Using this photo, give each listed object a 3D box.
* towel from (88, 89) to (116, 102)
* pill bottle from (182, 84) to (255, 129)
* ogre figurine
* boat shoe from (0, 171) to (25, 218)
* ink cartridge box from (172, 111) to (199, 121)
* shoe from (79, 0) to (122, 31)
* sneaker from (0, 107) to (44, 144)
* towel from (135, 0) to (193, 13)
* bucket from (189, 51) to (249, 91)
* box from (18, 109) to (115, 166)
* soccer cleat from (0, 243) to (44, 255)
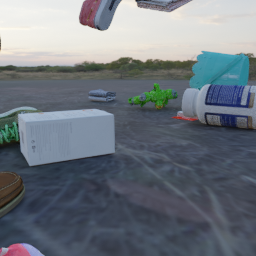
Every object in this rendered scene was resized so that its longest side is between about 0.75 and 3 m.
[{"bbox_3d":[-1.288,-1.675,14.319,1.056,0.546,1.275,5,13,21],"label":"towel"},{"bbox_3d":[2.607,-0.631,7.760,2.035,1.129,1.129,8,14,30],"label":"pill bottle"},{"bbox_3d":[1.090,-1.255,11.270,2.034,0.998,1.219,11,-1,-5],"label":"ogre figurine"},{"bbox_3d":[-1.835,0.671,2.679,0.665,0.629,1.849,8,14,34],"label":"boat shoe"},{"bbox_3d":[1.939,-0.402,9.051,0.719,0.180,0.828,-10,15,-44],"label":"ink cartridge box"},{"bbox_3d":[-0.670,-3.713,7.907,0.900,1.978,0.707,23,-3,31],"label":"shoe"},{"bbox_3d":[-2.559,0.123,5.568,2.084,0.801,0.923,-5,27,-4],"label":"sneaker"},{"bbox_3d":[1.160,-3.177,6.437,1.614,0.272,1.690,-31,35,-9],"label":"towel"},{"bbox_3d":[3.206,-1.539,9.736,1.525,2.344,2.344,11,15,28],"label":"bucket"},{"bbox_3d":[-1.127,0.105,5.139,1.530,0.746,0.952,-6,13,-27],"label":"box"},{"bbox_3d":[-0.198,1.079,1.174,0.708,0.618,1.853,31,-14,-33],"label":"soccer cleat"}]
